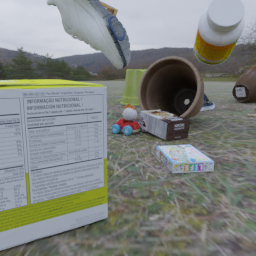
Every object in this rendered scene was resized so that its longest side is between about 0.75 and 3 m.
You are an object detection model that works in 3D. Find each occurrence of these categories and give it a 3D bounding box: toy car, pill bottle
[{"bbox_3d":[-0.019,-0.328,9.054,0.839,0.949,0.875,7,13,30],"label":"toy car"},{"bbox_3d":[3.090,-3.286,9.576,1.448,1.448,2.607,2,-9,8],"label":"pill bottle"}]

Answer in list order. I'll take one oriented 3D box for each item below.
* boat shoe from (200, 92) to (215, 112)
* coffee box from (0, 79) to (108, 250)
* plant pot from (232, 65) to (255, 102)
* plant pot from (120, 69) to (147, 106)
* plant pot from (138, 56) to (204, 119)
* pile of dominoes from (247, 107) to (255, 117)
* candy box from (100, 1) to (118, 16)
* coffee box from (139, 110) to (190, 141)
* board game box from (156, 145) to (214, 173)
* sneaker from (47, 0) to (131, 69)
[{"bbox_3d":[3.828,-1.379,14.108,0.715,0.917,2.021,9,15,37],"label":"boat shoe"},{"bbox_3d":[-1.517,0.277,3.917,1.884,1.863,1.881,-7,14,-31],"label":"coffee box"},{"bbox_3d":[7.584,-2.528,17.362,2.400,2.243,2.243,-27,25,-34],"label":"plant pot"},{"bbox_3d":[0.638,-2.435,16.494,2.192,2.015,2.192,0,11,0],"label":"plant pot"},{"bbox_3d":[1.947,-1.209,10.800,2.478,2.478,2.161,8,-4,34],"label":"plant pot"},{"bbox_3d":[6.449,-0.619,11.909,1.701,0.347,2.182,-8,14,-35],"label":"pile of dominoes"},{"bbox_3d":[-1.150,-4.324,11.581,0.925,1.585,0.448,29,23,7],"label":"candy box"},{"bbox_3d":[1.100,-0.125,8.668,0.830,0.586,1.468,-6,19,-31],"label":"coffee box"},{"bbox_3d":[1.197,0.651,6.166,0.867,0.221,1.290,-2,12,-8],"label":"board game box"},{"bbox_3d":[-0.807,-2.245,6.153,1.016,2.332,0.869,-34,6,29],"label":"sneaker"}]
